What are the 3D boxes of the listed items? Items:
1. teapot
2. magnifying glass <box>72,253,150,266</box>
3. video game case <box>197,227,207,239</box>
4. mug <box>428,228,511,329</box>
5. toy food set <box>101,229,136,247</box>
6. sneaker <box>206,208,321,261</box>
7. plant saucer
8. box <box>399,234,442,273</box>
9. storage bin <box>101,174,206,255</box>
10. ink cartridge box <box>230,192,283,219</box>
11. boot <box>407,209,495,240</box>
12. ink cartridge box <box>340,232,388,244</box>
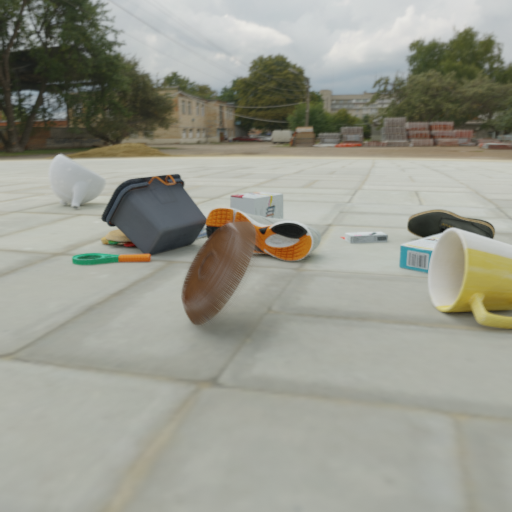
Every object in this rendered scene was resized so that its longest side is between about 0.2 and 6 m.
[{"bbox_3d":[-6.049,-2.330,18.439,1.946,1.440,1.972,29,2,7],"label":"teapot"},{"bbox_3d":[-2.778,0.048,10.739,1.480,0.166,0.589,1,13,-1],"label":"magnifying glass"},{"bbox_3d":[-1.797,-0.560,13.432,1.265,0.139,1.153,6,14,26],"label":"video game case"},{"bbox_3d":[3.196,0.399,7.786,1.193,1.453,1.163,7,-21,-7],"label":"mug"},{"bbox_3d":[-2.798,-0.396,12.410,1.116,0.271,1.104,-10,17,-39],"label":"toy food set"},{"bbox_3d":[0.152,-0.421,11.493,2.497,0.945,1.148,15,11,26],"label":"sneaker"},{"bbox_3d":[-0.544,0.161,7.158,0.257,1.490,1.490,30,1,-23],"label":"plant saucer"},{"bbox_3d":[3.515,-0.080,10.611,1.829,0.450,0.753,-12,18,-43],"label":"box"},{"bbox_3d":[-1.958,-0.872,11.729,1.289,1.397,1.920,47,32,16],"label":"storage bin"},{"bbox_3d":[0.032,-1.183,14.551,0.856,0.852,1.178,11,17,41],"label":"ink cartridge box"},{"bbox_3d":[4.140,-0.517,12.135,1.862,0.721,1.288,5,19,25],"label":"boot"},{"bbox_3d":[2.459,-0.454,12.857,0.889,0.194,0.772,-3,14,-11],"label":"ink cartridge box"}]
